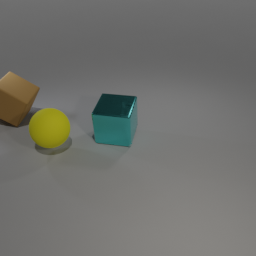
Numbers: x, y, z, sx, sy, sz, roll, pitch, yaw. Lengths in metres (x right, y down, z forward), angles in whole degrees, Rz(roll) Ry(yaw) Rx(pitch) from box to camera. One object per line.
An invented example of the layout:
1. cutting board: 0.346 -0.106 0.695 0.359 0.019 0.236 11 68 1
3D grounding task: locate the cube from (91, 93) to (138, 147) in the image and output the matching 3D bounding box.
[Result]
1. cube: -0.448 -0.319 10.600 1.400 1.400 1.400 6 40 11

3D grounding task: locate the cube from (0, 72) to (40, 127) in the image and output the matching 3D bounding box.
1. cube: -4.776 -1.205 11.676 1.400 1.400 1.400 29 34 -13

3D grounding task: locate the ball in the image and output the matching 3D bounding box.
1. ball: -2.729 0.005 9.794 1.400 1.400 1.400 0 30 0
